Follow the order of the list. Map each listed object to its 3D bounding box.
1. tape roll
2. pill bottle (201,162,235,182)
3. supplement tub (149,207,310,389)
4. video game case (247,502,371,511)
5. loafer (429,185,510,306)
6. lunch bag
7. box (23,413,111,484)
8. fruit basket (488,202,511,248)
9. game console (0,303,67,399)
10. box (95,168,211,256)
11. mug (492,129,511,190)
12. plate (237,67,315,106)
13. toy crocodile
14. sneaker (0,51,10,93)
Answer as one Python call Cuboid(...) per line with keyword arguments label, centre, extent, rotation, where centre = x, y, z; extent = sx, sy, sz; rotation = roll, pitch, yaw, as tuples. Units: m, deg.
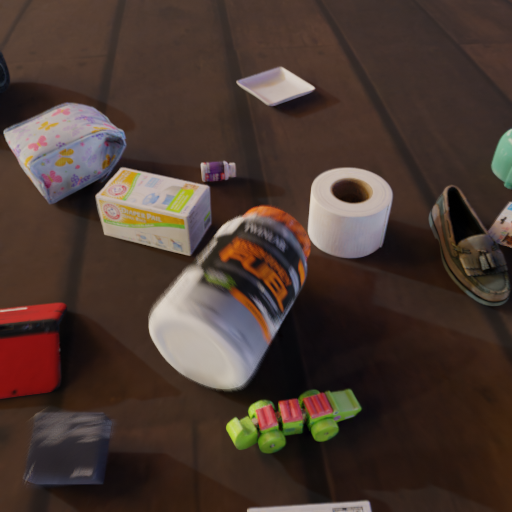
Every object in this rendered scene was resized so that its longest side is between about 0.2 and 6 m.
Cuboid(label="tape roll", centre=(1.681, -0.799, 10.184), extent=(1.441, 0.990, 1.441), rotation=(0, 43, 0))
Cuboid(label="pill bottle", centre=(-0.783, -1.756, 11.620), extent=(0.692, 0.386, 0.386), rotation=(-6, 44, -6))
Cuboid(label="supplement tub", centre=(-0.258, 0.509, 8.332), extent=(1.600, 1.600, 2.611), rotation=(19, 48, 18))
Cuboid(label="video game case", centre=(0.658, 3.481, 6.196), extent=(1.454, 0.330, 1.318), rotation=(-2, 44, -2))
Cuboid(label="loafer", centre=(3.678, -0.253, 9.764), extent=(0.889, 0.778, 2.474), rotation=(-6, 44, -6))
Cuboid(label="lunch bag", centre=(-3.807, -2.205, 11.489), extent=(1.992, 1.266, 1.689), rotation=(-34, 51, -18))
Cuboid(label="box", centre=(-2.355, 2.433, 7.065), extent=(0.874, 0.455, 0.796), rotation=(0, 59, 1))
Cuboid(label="fruit basket", centre=(5.095, -0.488, 10.091), extent=(1.488, 0.697, 1.378), rotation=(27, 50, 29))
Cuboid(label="game console", centre=(-3.729, 1.418, 8.474), extent=(1.616, 0.959, 1.393), rotation=(-6, 14, -8))
Cuboid(label="box", centre=(-1.854, -0.828, 10.259), extent=(1.804, 0.914, 1.015), rotation=(14, 45, 14))
Cuboid(label="mug", centre=(5.630, -2.040, 11.527), extent=(1.217, 0.916, 1.481), rotation=(1, 44, 1))
Cuboid(label="plate", centre=(0.493, -4.299, 14.375), extent=(1.484, 0.240, 1.487), rotation=(-26, 49, -25))
Cuboid(label="toy crocodile", centre=(0.505, 2.134, 7.436), extent=(1.831, 0.565, 0.618), rotation=(-10, 45, -11))
Cuboid(label="sneaker", centre=(-7.201, -4.262, 13.751), extent=(1.389, 1.162, 3.060), rotation=(2, 42, 10))
